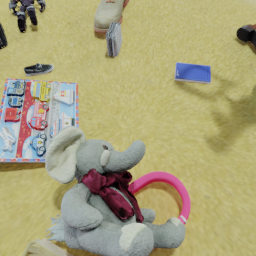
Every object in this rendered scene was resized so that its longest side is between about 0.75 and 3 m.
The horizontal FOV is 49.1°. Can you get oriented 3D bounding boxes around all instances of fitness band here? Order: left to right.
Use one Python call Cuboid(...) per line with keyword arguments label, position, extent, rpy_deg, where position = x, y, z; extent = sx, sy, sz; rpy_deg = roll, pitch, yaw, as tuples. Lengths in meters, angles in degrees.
Cuboid(label="fitness band", position=(0.411, 1.701, 5.793), extent=(1.861, 0.348, 1.336), rpy_deg=(-31, 62, -11))

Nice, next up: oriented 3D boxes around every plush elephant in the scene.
Cuboid(label="plush elephant", position=(-0.377, 1.069, 5.150), extent=(2.683, 2.210, 2.078), rpy_deg=(-8, 72, 32))

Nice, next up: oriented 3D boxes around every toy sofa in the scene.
Cuboid(label="toy sofa", position=(-1.365, 2.597, 5.239), extent=(1.218, 0.595, 0.505), rpy_deg=(23, 83, 15))

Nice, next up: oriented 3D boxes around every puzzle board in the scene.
Cuboid(label="puzzle board", position=(-2.251, -0.286, 7.155), extent=(1.968, 0.227, 2.612), rpy_deg=(1, 54, -12))

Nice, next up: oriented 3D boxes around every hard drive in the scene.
Cuboid(label="hard drive", position=(1.940, -1.651, 8.389), extent=(1.037, 0.132, 0.684), rpy_deg=(7, 55, 5))

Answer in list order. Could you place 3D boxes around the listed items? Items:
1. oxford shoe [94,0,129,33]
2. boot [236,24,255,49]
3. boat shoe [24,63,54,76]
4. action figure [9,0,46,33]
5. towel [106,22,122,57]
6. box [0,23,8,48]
Cuboid(label="oxford shoe", position=(-0.614, -4.434, 9.789), extent=(1.002, 1.045, 2.832), rpy_deg=(9, 55, 6))
Cuboid(label="boot", position=(4.758, -2.991, 9.205), extent=(1.832, 0.627, 1.725), rpy_deg=(-26, 51, -26))
Cuboid(label="boat shoe", position=(-2.676, -1.799, 8.396), extent=(0.859, 0.291, 0.308), rpy_deg=(-12, 56, -8))
Cuboid(label="action figure", position=(-3.599, -4.270, 9.948), extent=(1.289, 0.687, 1.980), rpy_deg=(-14, 52, -1))
Cuboid(label="towel", position=(-0.454, -2.808, 8.845), extent=(0.382, 0.738, 0.892), rpy_deg=(5, 55, 8))
Cuboid(label="box", position=(-5.686, -3.114, 8.554), extent=(2.958, 1.543, 2.188), rpy_deg=(-32, 62, -21))
